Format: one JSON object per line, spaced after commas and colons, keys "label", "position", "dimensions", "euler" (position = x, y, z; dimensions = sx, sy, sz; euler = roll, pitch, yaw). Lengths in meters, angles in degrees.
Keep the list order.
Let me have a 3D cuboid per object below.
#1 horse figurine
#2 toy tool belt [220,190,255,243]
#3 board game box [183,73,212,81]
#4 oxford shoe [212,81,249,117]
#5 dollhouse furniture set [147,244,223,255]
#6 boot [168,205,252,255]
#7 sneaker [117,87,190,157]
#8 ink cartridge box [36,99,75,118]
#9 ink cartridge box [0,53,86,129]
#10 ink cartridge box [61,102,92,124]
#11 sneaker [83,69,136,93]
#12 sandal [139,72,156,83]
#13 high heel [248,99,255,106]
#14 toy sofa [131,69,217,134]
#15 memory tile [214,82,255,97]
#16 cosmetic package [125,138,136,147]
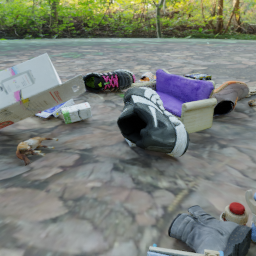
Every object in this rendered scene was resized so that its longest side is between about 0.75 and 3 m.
{"label": "horse figurine", "position": [-2.243, 0.456, 6.644], "dimensions": [0.835, 0.315, 1.260], "euler": [6, 21, 13]}
{"label": "toy tool belt", "position": [2.090, 1.207, 3.868], "dimensions": [0.955, 0.940, 1.530], "euler": [-19, 28, -39]}
{"label": "board game box", "position": [3.538, -2.551, 14.313], "dimensions": [1.128, 0.320, 0.932], "euler": [-13, 23, -30]}
{"label": "oxford shoe", "position": [3.316, -0.874, 9.474], "dimensions": [2.704, 0.964, 0.986], "euler": [-21, 43, -27]}
{"label": "dollhouse furniture set", "position": [0.309, 1.642, 2.552], "dimensions": [1.041, 1.103, 0.720], "euler": [5, 21, 13]}
{"label": "boot", "position": [0.915, 1.574, 3.706], "dimensions": [0.977, 0.518, 1.485], "euler": [13, 15, 40]}
{"label": "sneaker", "position": [0.270, -0.341, 7.077], "dimensions": [1.348, 0.990, 2.979], "euler": [4, 29, -26]}
{"label": "ink cartridge box", "position": [-2.587, -0.664, 9.344], "dimensions": [1.175, 0.279, 1.189], "euler": [15, 46, 38]}
{"label": "ink cartridge box", "position": [-2.615, -1.006, 7.509], "dimensions": [2.793, 0.943, 1.627], "euler": [-24, -6, -8]}
{"label": "ink cartridge box", "position": [-1.608, -0.479, 8.812], "dimensions": [0.859, 0.361, 0.625], "euler": [-15, 24, -12]}
{"label": "sneaker", "position": [-0.958, -1.949, 12.002], "dimensions": [2.526, 0.932, 1.105], "euler": [2, 22, 18]}
{"label": "sandal", "position": [1.070, -2.627, 14.281], "dimensions": [0.632, 0.472, 1.649], "euler": [12, 24, 28]}
{"label": "high heel", "position": [4.855, -0.963, 10.179], "dimensions": [0.924, 0.330, 0.659], "euler": [-9, 10, 23]}
{"label": "toy sofa", "position": [1.306, -0.956, 8.799], "dimensions": [1.183, 1.394, 2.856], "euler": [-12, 25, -28]}
{"label": "memory tile", "position": [4.516, -1.636, 12.144], "dimensions": [2.402, 0.202, 1.841], "euler": [-19, 28, -40]}
{"label": "cosmetic package", "position": [0.403, 0.213, 7.392], "dimensions": [0.904, 0.234, 0.682], "euler": [-6, 25, -15]}
